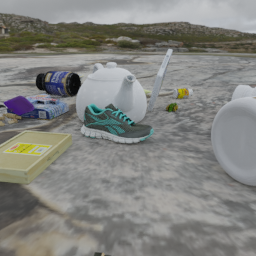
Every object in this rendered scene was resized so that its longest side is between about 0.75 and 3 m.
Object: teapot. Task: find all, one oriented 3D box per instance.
[{"bbox_3d":[-0.578,-1.250,9.478,2.611,1.907,2.577,6,19,21],"label":"teapot"}]

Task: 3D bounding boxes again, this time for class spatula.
[{"bbox_3d":[-4.423,-0.723,9.799,2.781,0.786,0.286,-1,58,30],"label":"spatula"}]

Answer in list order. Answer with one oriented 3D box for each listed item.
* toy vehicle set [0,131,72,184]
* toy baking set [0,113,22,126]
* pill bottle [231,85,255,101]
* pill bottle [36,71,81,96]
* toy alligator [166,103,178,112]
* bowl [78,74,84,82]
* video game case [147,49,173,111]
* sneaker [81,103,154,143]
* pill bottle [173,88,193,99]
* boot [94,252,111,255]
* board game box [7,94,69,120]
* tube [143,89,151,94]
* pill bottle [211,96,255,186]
[{"bbox_3d":[-2.369,0.585,6.542,1.364,0.291,2.195,4,19,12],"label":"toy vehicle set"},{"bbox_3d":[-4.332,-0.307,9.407,1.402,0.163,1.076,12,22,31],"label":"toy baking set"},{"bbox_3d":[4.417,-0.583,8.312,2.398,1.389,1.389,16,25,38],"label":"pill bottle"},{"bbox_3d":[-3.361,-2.149,13.418,1.989,1.113,1.113,7,20,22],"label":"pill bottle"},{"bbox_3d":[1.758,-0.863,10.903,0.364,0.264,1.099,8,20,20],"label":"toy alligator"},{"bbox_3d":[-3.112,-2.402,14.738,1.575,0.739,1.575,0,18,0],"label":"bowl"},{"bbox_3d":[1.237,-1.867,10.726,0.198,1.570,2.193,18,43,6],"label":"video game case"},{"bbox_3d":[-0.351,-0.179,7.740,2.158,0.984,0.837,7,20,18],"label":"sneaker"},{"bbox_3d":[2.506,-1.576,12.734,0.823,0.450,0.450,-4,19,-11],"label":"pill bottle"},{"bbox_3d":[-0.086,1.744,3.034,0.687,0.385,0.993,5,19,0],"label":"boot"},{"bbox_3d":[-3.191,-0.844,10.408,1.758,0.542,1.757,5,20,16],"label":"board game box"},{"bbox_3d":[0.097,-1.669,12.983,2.126,0.552,0.617,-9,58,-38],"label":"tube"},{"bbox_3d":[3.388,0.064,5.900,2.936,1.699,1.699,-10,21,-26],"label":"pill bottle"}]
